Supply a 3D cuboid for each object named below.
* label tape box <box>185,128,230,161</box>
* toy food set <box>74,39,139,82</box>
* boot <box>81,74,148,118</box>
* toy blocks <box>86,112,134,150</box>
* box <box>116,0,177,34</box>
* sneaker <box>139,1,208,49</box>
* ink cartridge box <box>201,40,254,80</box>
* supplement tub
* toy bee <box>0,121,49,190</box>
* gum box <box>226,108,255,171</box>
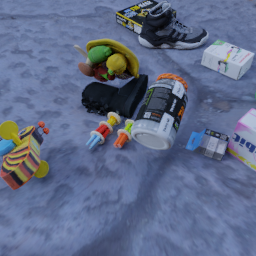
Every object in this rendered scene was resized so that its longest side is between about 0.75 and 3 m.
[{"bbox_3d":[2.319,0.421,8.158,1.064,0.337,0.767,20,51,17],"label":"label tape box"},{"bbox_3d":[-0.807,-1.901,8.864,2.694,1.585,0.880,13,65,51],"label":"toy food set"},{"bbox_3d":[-0.422,-1.220,9.402,1.760,0.795,2.148,15,50,17],"label":"boot"},{"bbox_3d":[-0.478,0.232,8.224,1.136,0.495,1.363,23,52,21],"label":"toy blocks"},{"bbox_3d":[0.855,-5.243,13.179,2.272,0.561,1.815,-33,54,-26],"label":"box"},{"bbox_3d":[1.934,-4.204,11.451,2.958,1.683,1.116,-2,48,-1],"label":"sneaker"},{"bbox_3d":[3.807,-2.634,10.717,1.563,0.657,1.132,33,55,26],"label":"ink cartridge box"},{"bbox_3d":[0.857,-0.432,7.094,1.091,1.091,1.780,17,67,15],"label":"supplement tub"},{"bbox_3d":[-2.623,0.369,7.030,1.378,1.660,2.535,-36,53,-11],"label":"toy bee"},{"bbox_3d":[3.862,0.671,7.271,0.755,1.296,2.284,-35,57,-28],"label":"gum box"}]
